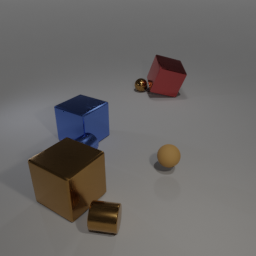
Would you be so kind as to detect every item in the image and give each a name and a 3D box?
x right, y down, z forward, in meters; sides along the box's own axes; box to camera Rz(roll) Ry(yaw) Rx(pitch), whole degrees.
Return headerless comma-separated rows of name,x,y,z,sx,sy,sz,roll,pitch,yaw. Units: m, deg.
cylinder,-0.546,2.115,6.692,0.700,0.700,0.700,5,29,8
cube,-1.554,1.302,7.445,1.400,1.400,1.400,18,34,30
ball,1.222,0.833,8.389,0.700,0.700,0.700,0,29,0
cylinder,-1.391,0.579,8.874,0.700,0.700,0.700,11,22,19
cube,1.897,-2.599,14.015,1.400,1.400,1.400,10,39,-15
ball,0.689,-2.268,14.737,0.700,0.700,0.700,0,29,0
cube,-1.652,-0.251,10.298,1.400,1.400,1.400,18,33,29
